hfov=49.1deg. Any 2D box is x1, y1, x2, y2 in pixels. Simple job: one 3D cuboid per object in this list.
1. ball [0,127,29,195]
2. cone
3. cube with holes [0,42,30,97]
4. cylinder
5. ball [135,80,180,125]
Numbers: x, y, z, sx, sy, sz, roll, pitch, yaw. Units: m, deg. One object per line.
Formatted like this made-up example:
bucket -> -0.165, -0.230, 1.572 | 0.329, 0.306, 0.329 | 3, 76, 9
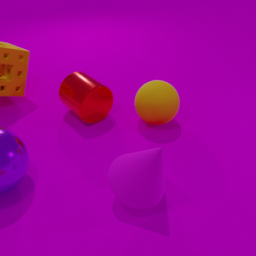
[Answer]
ball -> -2.593, 0.623, 5.335 | 1.333, 1.333, 1.333 | 0, 39, 0
cone -> 0.359, 0.656, 4.935 | 1.159, 1.163, 1.159 | 12, 50, -15
cube with holes -> -3.675, -1.663, 7.648 | 1.280, 1.280, 1.280 | 26, 20, 35
cylinder -> -1.099, -0.813, 7.349 | 1.059, 1.059, 1.059 | -28, 46, -30
ball -> 0.732, -0.635, 7.072 | 1.122, 1.122, 1.122 | 0, 39, 0
